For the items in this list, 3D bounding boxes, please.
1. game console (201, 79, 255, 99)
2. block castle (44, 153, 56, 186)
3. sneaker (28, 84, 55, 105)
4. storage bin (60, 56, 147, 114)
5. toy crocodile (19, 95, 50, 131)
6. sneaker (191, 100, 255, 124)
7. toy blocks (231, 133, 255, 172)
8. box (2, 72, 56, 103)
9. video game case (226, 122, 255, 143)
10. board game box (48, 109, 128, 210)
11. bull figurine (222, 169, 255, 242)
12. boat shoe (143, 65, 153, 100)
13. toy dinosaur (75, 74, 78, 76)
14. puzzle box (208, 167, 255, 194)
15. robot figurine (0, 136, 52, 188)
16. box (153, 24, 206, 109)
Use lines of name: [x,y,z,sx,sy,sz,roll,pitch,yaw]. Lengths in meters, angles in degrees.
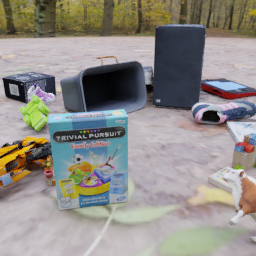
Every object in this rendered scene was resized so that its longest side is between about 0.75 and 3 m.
game console: [4.590,-1.898,12.963,2.003,0.352,2.265,-12,29,-26]
block castle: [-1.504,0.840,6.242,0.650,0.456,0.972,-4,23,-9]
sneaker: [-3.420,-1.358,11.138,0.546,0.859,1.507,5,21,15]
storage bin: [-1.045,-1.538,10.362,2.892,2.105,1.943,-20,20,-41]
toy crocodile: [-3.004,-0.487,9.292,0.782,0.715,2.315,-46,34,-3]
sneaker: [3.187,-0.411,9.119,2.112,0.741,0.866,-4,29,6]
toy blocks: [2.899,0.502,6.580,1.205,0.824,0.602,-14,26,-30]
box: [-4.227,-1.800,12.096,1.559,0.931,1.586,16,27,34]
video game case: [3.924,0.171,8.239,1.697,0.187,1.547,2,22,5]
board game box: [-0.676,0.594,5.108,1.329,1.760,0.413,-5,23,-11]
bull figurine: [1.976,1.267,4.359,1.348,0.819,0.439,36,-11,2]
boat shoe: [0.801,-1.721,11.962,0.977,1.128,2.646,-5,-7,2]
toy dinosaur: [-1.772,-2.847,14.944,2.531,0.765,1.344,3,21,7]
puzzle box: [2.323,1.173,5.847,0.712,0.136,1.071,-17,28,-35]
robot figurine: [-2.555,0.753,6.140,1.504,0.604,2.074,3,21,30]
box: [2.114,-2.625,11.390,1.846,2.978,2.927,6,23,14]
